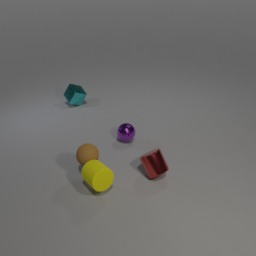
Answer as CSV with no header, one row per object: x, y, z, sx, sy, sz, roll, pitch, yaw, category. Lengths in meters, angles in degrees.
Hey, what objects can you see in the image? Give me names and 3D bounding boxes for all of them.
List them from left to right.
-2.532,-1.600,13.423,0.700,0.700,0.700,4,40,-49,cube
-1.233,0.817,8.547,0.700,0.700,0.700,0,29,0,ball
-0.881,1.359,8.051,0.700,0.700,0.700,-19,27,-30,cylinder
-0.065,0.161,10.565,0.700,0.700,0.700,0,29,0,ball
0.818,1.095,8.721,0.700,0.700,0.700,-25,2,1,cylinder
